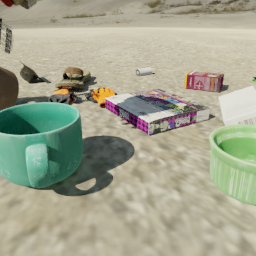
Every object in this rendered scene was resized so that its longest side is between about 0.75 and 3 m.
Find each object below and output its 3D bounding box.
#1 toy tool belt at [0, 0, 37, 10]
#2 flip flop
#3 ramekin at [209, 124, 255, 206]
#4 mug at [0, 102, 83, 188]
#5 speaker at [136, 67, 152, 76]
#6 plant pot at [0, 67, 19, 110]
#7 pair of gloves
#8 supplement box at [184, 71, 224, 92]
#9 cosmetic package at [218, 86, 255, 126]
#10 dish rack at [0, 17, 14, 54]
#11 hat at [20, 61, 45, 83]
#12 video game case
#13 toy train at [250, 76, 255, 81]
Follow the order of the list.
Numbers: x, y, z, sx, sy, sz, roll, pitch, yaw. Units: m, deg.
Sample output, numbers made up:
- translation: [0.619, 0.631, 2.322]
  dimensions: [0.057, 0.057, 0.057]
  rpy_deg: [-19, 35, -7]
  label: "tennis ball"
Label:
- translation: [-2.490, -2.376, 4.305]
  dimensions: [1.373, 1.352, 2.199]
  rpy_deg: [38, -9, 9]
  label: "toy tool belt"
- translation: [-2.174, -2.133, 11.367]
  dimensions: [1.119, 0.795, 2.760]
  rpy_deg: [4, 24, 8]
  label: "flip flop"
- translation: [2.268, 0.623, 4.972]
  dimensions: [1.680, 0.821, 1.680]
  rpy_deg: [0, 23, 0]
  label: "ramekin"
- translation: [-1.676, 0.400, 5.025]
  dimensions: [1.591, 1.197, 1.936]
  rpy_deg: [7, 25, 14]
  label: "mug"
- translation: [0.766, -2.649, 13.168]
  dimensions: [0.790, 0.321, 0.321]
  rpy_deg: [-17, 28, -33]
  label: "speaker"
- translation: [-4.273, -1.175, 8.178]
  dimensions: [2.036, 2.036, 1.775]
  rpy_deg: [21, 12, 39]
  label: "plant pot"
- translation: [-1.572, -1.082, 9.612]
  dimensions: [2.278, 0.282, 2.030]
  rpy_deg: [-5, 24, -10]
  label: "pair of gloves"
- translation: [2.966, -1.824, 10.920]
  dimensions: [1.360, 0.583, 0.751]
  rpy_deg: [11, 26, 24]
  label: "supplement box"
- translation: [2.913, -0.372, 7.066]
  dimensions: [1.000, 0.728, 1.967]
  rpy_deg: [-18, 16, 22]
  label: "cosmetic package"
- translation: [-3.305, -2.444, 7.458]
  dimensions: [0.968, 0.742, 0.264]
  rpy_deg: [34, 34, 25]
  label: "dish rack"
- translation: [-4.180, -2.220, 11.762]
  dimensions: [0.529, 1.312, 1.312]
  rpy_deg: [-50, 40, -8]
  label: "hat"
- translation: [0.791, -0.588, 8.265]
  dimensions: [2.129, 0.421, 2.349]
  rpy_deg: [-14, 27, -29]
  label: "video game case"
- translation: [5.835, -2.240, 12.359]
  dimensions: [1.128, 0.235, 0.318]
  rpy_deg: [-12, 16, -26]
  label: "toy train"
